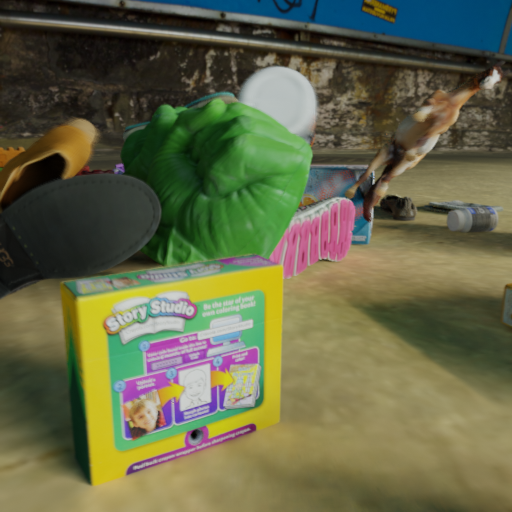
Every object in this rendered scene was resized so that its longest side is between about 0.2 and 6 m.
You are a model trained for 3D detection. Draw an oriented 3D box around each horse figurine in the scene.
[{"bbox_3d":[2.318,-1.657,8.336,0.685,2.745,1.819,42,54,6],"label":"horse figurine"}]

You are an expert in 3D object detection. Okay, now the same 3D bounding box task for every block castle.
[{"bbox_3d":[-4.682,-1.299,10.950,3.373,1.583,2.254,-9,15,-32],"label":"block castle"}]

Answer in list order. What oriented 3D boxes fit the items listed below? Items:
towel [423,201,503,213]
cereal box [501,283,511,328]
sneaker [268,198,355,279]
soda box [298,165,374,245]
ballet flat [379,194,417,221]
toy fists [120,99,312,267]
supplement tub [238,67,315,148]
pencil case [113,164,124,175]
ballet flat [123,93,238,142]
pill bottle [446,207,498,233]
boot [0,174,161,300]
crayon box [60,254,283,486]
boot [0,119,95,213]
[{"bbox_3d":[4.919,-1.175,13.369,1.353,0.243,1.405,-10,16,-35],"label":"towel"},{"bbox_3d":[3.657,0.700,4.769,1.778,0.489,2.472,-4,14,-16],"label":"cereal box"},{"bbox_3d":[0.537,-0.361,8.235,1.169,0.986,2.672,12,20,33],"label":"sneaker"},{"bbox_3d":[0.063,-1.040,10.428,4.156,1.321,1.421,2,13,12],"label":"soda box"},{"bbox_3d":[3.302,-1.219,12.962,0.735,0.506,2.181,1,13,6],"label":"ballet flat"},{"bbox_3d":[-0.869,-0.952,7.309,1.464,2.170,4.258,35,-6,-28],"label":"toy fists"},{"bbox_3d":[0.383,-2.166,9.137,1.169,1.169,1.908,1,-5,6],"label":"supplement tub"},{"bbox_3d":[-2.990,-1.682,13.821,1.002,1.021,2.388,-21,21,-27],"label":"pencil case"},{"bbox_3d":[-1.381,-2.228,10.394,2.682,0.932,0.932,-9,6,37],"label":"ballet flat"},{"bbox_3d":[4.148,-0.692,10.775,0.852,0.485,0.485,-4,14,-16],"label":"pill bottle"},{"bbox_3d":[-2.463,-0.325,6.948,2.967,1.027,2.583,-21,12,3],"label":"boot"},{"bbox_3d":[-0.479,0.652,3.545,1.334,1.151,0.389,-8,16,-32],"label":"crayon box"},{"bbox_3d":[-2.841,-0.813,6.802,2.098,0.738,1.502,-38,22,19],"label":"boot"}]
